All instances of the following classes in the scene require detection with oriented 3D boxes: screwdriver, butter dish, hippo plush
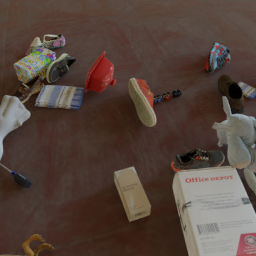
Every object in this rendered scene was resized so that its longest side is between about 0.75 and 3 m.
[{"bbox_3d":[-4.321,1.522,10.229,2.357,0.329,0.343,29,48,30],"label":"screwdriver"},{"bbox_3d":[-1.142,-2.345,12.965,1.238,1.675,1.671,29,62,-3],"label":"butter dish"},{"bbox_3d":[3.953,0.457,10.178,2.610,2.098,2.079,22,84,-1],"label":"hippo plush"}]

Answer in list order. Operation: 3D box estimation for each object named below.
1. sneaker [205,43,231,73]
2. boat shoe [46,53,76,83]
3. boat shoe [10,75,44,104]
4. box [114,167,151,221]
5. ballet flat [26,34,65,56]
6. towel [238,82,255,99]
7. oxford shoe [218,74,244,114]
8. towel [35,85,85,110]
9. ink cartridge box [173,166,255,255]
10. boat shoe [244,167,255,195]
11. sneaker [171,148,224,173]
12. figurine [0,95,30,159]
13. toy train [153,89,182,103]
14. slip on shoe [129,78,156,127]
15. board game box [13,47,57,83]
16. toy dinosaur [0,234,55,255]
[{"bbox_3d":[4.740,-3.621,14.471,1.164,0.966,2.437,19,51,15],"label":"sneaker"},{"bbox_3d":[-3.322,-3.036,14.022,0.724,0.817,2.233,9,48,15],"label":"boat shoe"},{"bbox_3d":[-4.780,-1.768,12.906,0.732,0.730,2.030,33,55,26],"label":"boat shoe"},{"bbox_3d":[0.118,2.169,9.351,0.765,0.626,1.611,-16,50,-14],"label":"box"},{"bbox_3d":[-4.628,-4.695,15.525,2.327,0.828,0.804,-25,41,-21],"label":"ballet flat"},{"bbox_3d":[5.612,-1.794,13.348,1.067,0.127,0.784,36,57,28],"label":"towel"},{"bbox_3d":[4.728,-1.800,12.701,0.880,1.022,2.422,-12,45,4],"label":"oxford shoe"},{"bbox_3d":[-3.109,-1.433,12.947,2.048,0.244,1.504,4,45,1],"label":"towel"},{"bbox_3d":[2.644,2.661,8.534,2.020,1.176,2.773,-4,49,-4],"label":"ink cartridge box"},{"bbox_3d":[4.606,2.161,9.267,0.702,0.850,2.270,-13,39,3],"label":"boat shoe"},{"bbox_3d":[2.616,1.116,10.184,2.031,0.832,0.783,-12,48,-11],"label":"sneaker"},{"bbox_3d":[-5.782,0.025,11.075,2.912,1.254,2.841,9,54,7],"label":"figurine"},{"bbox_3d":[1.779,-1.439,12.948,1.563,0.267,0.358,-16,62,-15],"label":"toy train"},{"bbox_3d":[0.763,-1.216,12.255,0.892,1.079,2.914,-5,44,-14],"label":"slip on shoe"},{"bbox_3d":[-4.538,-3.084,13.964,0.979,0.961,1.866,26,53,22],"label":"board game box"},{"bbox_3d":[-2.893,3.759,7.762,2.816,0.851,1.496,17,51,16],"label":"toy dinosaur"}]
